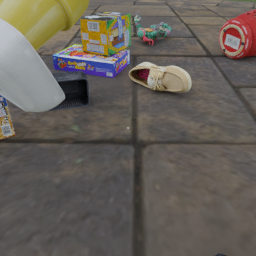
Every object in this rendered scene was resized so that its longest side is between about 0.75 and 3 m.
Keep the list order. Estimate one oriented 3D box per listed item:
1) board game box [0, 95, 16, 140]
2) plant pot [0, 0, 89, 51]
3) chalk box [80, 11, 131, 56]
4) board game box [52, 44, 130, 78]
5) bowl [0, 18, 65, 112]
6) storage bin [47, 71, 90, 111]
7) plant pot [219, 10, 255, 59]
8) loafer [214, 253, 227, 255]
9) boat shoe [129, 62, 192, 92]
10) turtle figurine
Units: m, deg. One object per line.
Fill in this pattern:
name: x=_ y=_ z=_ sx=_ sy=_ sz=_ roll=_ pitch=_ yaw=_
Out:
board game box: x=-3.656 y=-0.225 z=6.153 sx=1.945 sy=1.474 sz=0.450 roll=-20 pitch=38 yaw=-30
plant pot: x=-1.746 y=-1.942 z=4.467 sx=1.701 sy=1.701 sz=1.601 roll=25 pitch=77 yaw=34
chalk box: x=-0.698 y=-3.752 z=10.897 sx=1.293 sy=1.284 sz=2.072 roll=17 pitch=35 yaw=28
board game box: x=-1.379 y=-2.652 z=10.872 sx=2.492 sy=0.558 sz=1.676 roll=11 pitch=34 yaw=17
bowl: x=-1.552 y=-0.763 z=3.479 sx=1.374 sy=1.372 sz=0.513 roll=29 pitch=72 yaw=23
storage bin: x=-1.803 y=-1.076 z=8.054 sx=1.310 sy=0.885 sz=0.614 roll=-9 pitch=33 yaw=-14
plant pot: x=4.870 y=-3.840 z=11.595 sx=1.663 sy=1.826 sz=1.826 roll=-21 pitch=37 yaw=-25
loafer: x=1.710 y=2.053 z=3.507 sx=1.407 sy=0.478 sz=0.494 roll=28 pitch=37 yaw=30
boat shoe: x=0.931 y=-1.538 z=8.913 sx=0.818 sy=0.872 sz=2.365 roll=-25 pitch=31 yaw=-30
turtle figurine: x=1.054 y=-4.739 z=13.558 sx=1.905 sy=1.281 sz=2.544 roll=32 pitch=27 yaw=20
